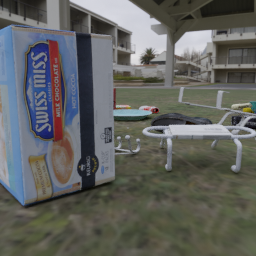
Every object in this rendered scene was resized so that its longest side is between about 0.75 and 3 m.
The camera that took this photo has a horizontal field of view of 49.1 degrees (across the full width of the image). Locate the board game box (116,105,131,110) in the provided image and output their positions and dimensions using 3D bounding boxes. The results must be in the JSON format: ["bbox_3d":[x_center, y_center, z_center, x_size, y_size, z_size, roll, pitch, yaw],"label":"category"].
[{"bbox_3d":[-0.903,-0.956,13.864,2.008,0.301,0.959,-4,11,-9],"label":"board game box"}]

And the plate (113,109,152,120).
[{"bbox_3d":[-0.023,-0.533,11.520,2.023,0.258,2.023,0,11,0],"label":"plate"}]

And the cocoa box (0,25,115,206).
[{"bbox_3d":[-1.241,-0.266,4.359,1.502,2.290,1.527,-9,13,-39],"label":"cocoa box"}]

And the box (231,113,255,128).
[{"bbox_3d":[4.745,-0.187,9.320,1.471,0.371,2.058,-6,13,-38],"label":"box"}]

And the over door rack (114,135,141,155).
[{"bbox_3d":[-0.549,0.379,5.877,1.116,0.503,1.510,5,12,30],"label":"over door rack"}]

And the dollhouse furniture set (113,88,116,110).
[{"bbox_3d":[-1.692,-1.372,13.470,1.570,1.186,2.917,-3,11,-18],"label":"dollhouse furniture set"}]

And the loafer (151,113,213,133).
[{"bbox_3d":[1.517,-0.059,7.965,1.775,0.646,0.642,1,15,11],"label":"loafer"}]

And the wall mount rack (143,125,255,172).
[{"bbox_3d":[1.361,0.310,5.716,2.124,0.792,1.845,1,14,3],"label":"wall mount rack"}]

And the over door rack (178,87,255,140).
[{"bbox_3d":[2.860,-0.296,7.861,2.645,0.881,1.954,19,3,-23],"label":"over door rack"}]

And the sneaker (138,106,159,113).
[{"bbox_3d":[0.987,-0.855,13.075,0.955,0.319,0.512,1,8,-8],"label":"sneaker"}]

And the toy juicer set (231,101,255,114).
[{"bbox_3d":[4.894,-0.838,10.649,2.363,0.643,1.503,12,0,-25],"label":"toy juicer set"}]
